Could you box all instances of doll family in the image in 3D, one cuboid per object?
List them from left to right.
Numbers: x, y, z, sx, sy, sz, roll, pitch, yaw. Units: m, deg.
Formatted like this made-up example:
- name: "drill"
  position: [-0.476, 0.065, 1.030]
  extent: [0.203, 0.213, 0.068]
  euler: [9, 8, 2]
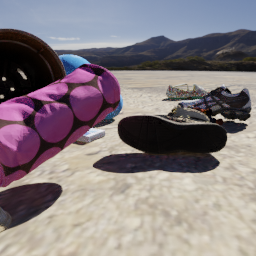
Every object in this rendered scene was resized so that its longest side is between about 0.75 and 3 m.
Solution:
- name: "doll family"
  position: [2.370, -0.394, 9.183]
  extent: [1.826, 0.717, 1.056]
  euler: [-9, 11, -41]

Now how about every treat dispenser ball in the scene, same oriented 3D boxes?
- name: "treat dispenser ball"
  position: [-2.245, -1.636, 10.813]
  extent: [2.323, 2.323, 2.323]
  euler: [0, 14, 0]
- name: "treat dispenser ball"
  position: [-0.769, -0.908, 10.196]
  extent: [1.188, 1.188, 1.188]
  euler: [0, 14, 0]

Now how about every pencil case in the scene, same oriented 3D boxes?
- name: "pencil case"
  position: [-1.443, -0.248, 5.043]
  extent: [1.298, 1.258, 2.772]
  euler: [25, 43, 33]

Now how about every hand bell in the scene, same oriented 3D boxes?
- name: "hand bell"
  position: [-1.934, 0.686, 3.619]
  extent: [0.680, 1.305, 0.680]
  euler: [0, 15, 0]

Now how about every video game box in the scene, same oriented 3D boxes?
- name: "video game box"
  position: [-1.206, 0.176, 7.894]
  extent: [0.869, 0.203, 0.792]
  euler: [8, 14, 29]

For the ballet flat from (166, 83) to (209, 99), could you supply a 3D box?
- name: "ballet flat"
  position: [3.357, -2.018, 15.286]
  extent: [2.585, 0.826, 0.978]
  euler: [-1, 13, -5]

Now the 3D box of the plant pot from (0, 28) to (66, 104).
- name: "plant pot"
  position: [-3.845, -1.346, 9.058]
  extent: [2.982, 2.982, 2.952]
  euler: [-8, 8, -29]

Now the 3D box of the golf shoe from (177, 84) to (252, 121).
- name: "golf shoe"
  position: [3.079, -0.959, 10.081]
  extent: [2.596, 1.227, 1.009]
  euler: [8, 4, 27]

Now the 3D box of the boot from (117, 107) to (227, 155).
- name: "boot"
  position: [1.093, -0.023, 7.211]
  extent: [2.511, 0.919, 1.890]
  euler: [2, 13, 8]
